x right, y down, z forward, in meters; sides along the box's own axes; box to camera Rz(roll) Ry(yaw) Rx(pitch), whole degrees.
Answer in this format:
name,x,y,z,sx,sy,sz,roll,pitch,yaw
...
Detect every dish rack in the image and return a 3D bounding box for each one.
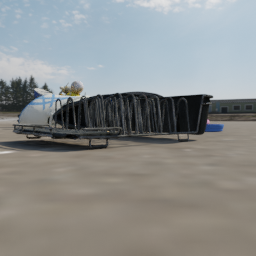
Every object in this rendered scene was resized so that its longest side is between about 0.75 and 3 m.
name,x,y,z,sx,sy,sz,roll,pitch,yaw
dish rack,-0.196,-0.132,3.454,2.177,0.594,1.670,-2,2,-42

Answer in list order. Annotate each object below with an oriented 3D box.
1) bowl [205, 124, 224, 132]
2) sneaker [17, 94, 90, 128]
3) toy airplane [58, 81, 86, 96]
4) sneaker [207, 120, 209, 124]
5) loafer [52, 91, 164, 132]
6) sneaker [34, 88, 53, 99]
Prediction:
name,x,y,z,sx,sy,sz,roll,pitch,yaw
bowl,1.741,-0.008,6.352,0.823,0.162,0.823,0,1,0
sneaker,-1.868,-0.434,8.320,2.749,0.988,0.996,-14,40,-45
toy airplane,-2.097,-1.212,12.406,2.527,1.783,2.516,9,22,9
sneaker,2.049,-0.571,10.907,2.202,1.050,0.870,-2,3,-5
loafer,-0.401,-0.280,5.703,2.402,0.816,0.843,-5,4,21
sneaker,-2.701,-0.423,9.900,2.090,1.207,0.844,35,20,28
